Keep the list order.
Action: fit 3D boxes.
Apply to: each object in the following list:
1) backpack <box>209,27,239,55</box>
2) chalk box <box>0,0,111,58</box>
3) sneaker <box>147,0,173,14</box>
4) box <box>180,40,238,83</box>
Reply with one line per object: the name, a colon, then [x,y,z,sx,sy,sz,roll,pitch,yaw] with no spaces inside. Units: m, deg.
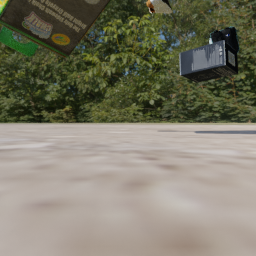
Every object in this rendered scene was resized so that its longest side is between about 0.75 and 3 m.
backpack: [2.564,-2.159,7.431,0.709,0.807,0.619,-13,-15,7]
chalk box: [-1.564,-2.528,5.357,2.458,1.521,1.529,-45,-40,21]
sneaker: [1.090,-4.308,9.869,0.634,0.545,1.497,-26,-7,28]
box: [1.976,-1.582,6.858,1.145,0.613,0.850,-7,-10,39]
